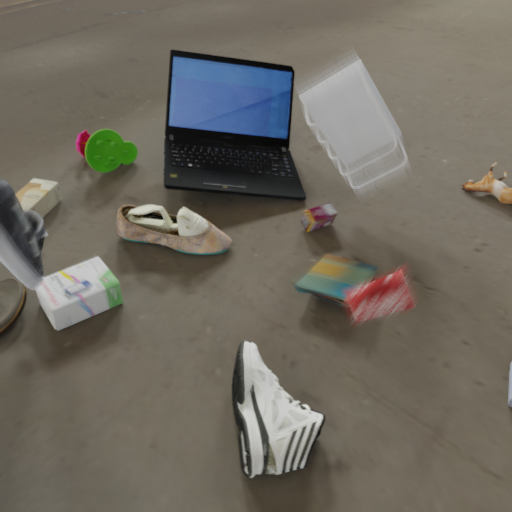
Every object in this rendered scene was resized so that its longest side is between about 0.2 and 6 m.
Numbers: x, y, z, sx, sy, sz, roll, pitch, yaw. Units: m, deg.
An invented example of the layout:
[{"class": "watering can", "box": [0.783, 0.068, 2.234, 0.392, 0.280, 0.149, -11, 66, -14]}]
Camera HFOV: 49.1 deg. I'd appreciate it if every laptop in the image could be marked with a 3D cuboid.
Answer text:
[{"class": "laptop", "box": [-0.487, -3.067, 12.961, 3.167, 1.846, 3.574, 3, 38, -11]}]

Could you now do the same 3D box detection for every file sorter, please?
[{"class": "file sorter", "box": [1.974, -2.502, 11.135, 1.368, 1.972, 1.228, -26, 41, 22]}]

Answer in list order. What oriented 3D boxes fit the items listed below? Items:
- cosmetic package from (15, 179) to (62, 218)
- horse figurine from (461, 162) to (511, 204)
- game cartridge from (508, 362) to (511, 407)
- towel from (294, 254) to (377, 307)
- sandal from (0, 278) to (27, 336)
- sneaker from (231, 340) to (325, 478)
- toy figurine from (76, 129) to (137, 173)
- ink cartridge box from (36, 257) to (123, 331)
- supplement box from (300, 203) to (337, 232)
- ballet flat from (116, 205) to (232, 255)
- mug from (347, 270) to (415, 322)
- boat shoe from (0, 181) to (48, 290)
[{"class": "cosmetic package", "box": [-4.816, -1.120, 12.014, 0.671, 0.454, 1.276, 9, 40, 11]}, {"class": "horse figurine", "box": [5.544, -1.522, 12.539, 1.019, 0.384, 1.538, -36, 56, -21]}, {"class": "game cartridge", "box": [4.444, 2.077, 8.187, 1.389, 0.281, 0.926, 13, 44, 16]}, {"class": "towel", "box": [1.460, 0.414, 10.096, 1.065, 0.158, 1.452, 16, 30, 24]}, {"class": "sandal", "box": [-4.945, 1.085, 9.033, 1.084, 0.724, 2.652, 31, 48, 33]}, {"class": "sneaker", "box": [0.304, 2.102, 7.907, 1.171, 0.768, 2.036, 2, 46, -12]}, {"class": "toy figurine", "box": [-3.828, -2.695, 13.783, 1.375, 1.033, 1.266, -5, 23, -42]}, {"class": "ink cartridge box", "box": [-3.088, 0.641, 9.745, 1.232, 0.539, 0.895, -25, 46, -26]}, {"class": "supplement box", "box": [1.293, -0.799, 11.565, 0.632, 0.414, 0.326, -19, 66, -19]}, {"class": "ballet flat", "box": [-1.671, -0.578, 11.053, 2.404, 0.808, 0.818, 7, 39, 8]}, {"class": "mug", "box": [1.661, 0.509, 7.652, 0.810, 0.719, 0.540, -21, 31, 14]}, {"class": "boat shoe", "box": [-3.555, -0.287, 8.402, 0.895, 2.496, 0.846, 41, 69, 18]}]
